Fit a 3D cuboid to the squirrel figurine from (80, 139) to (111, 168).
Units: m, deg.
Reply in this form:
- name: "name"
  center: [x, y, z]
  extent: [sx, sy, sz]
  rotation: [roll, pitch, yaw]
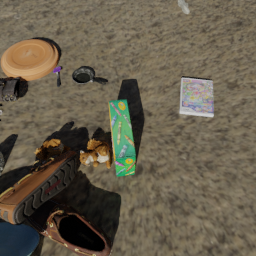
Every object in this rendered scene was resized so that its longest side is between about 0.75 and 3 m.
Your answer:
- name: "squirrel figurine"
  center: [-1.115, 0.851, 9.343]
  extent: [0.957, 0.725, 1.025]
  rotation: [-10, 42, 5]

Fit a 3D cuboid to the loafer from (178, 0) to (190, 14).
- name: "loafer"
  center: [2.879, -6.156, 14.148]
  extent: [0.389, 0.390, 1.115]
  rotation: [-18, 57, -3]

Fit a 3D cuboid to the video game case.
- name: "video game case"
  center: [2.687, -1.230, 10.959]
  extent: [1.262, 0.159, 1.762]
  rotation: [7, 57, 4]

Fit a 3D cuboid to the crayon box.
- name: "crayon box"
  center: [-0.208, 0.313, 9.223]
  extent: [0.639, 1.303, 2.195]
  rotation: [-6, 56, -4]

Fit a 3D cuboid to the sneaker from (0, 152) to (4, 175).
- name: "sneaker"
  center: [-4.793, 1.658, 8.623]
  extent: [0.969, 0.919, 2.406]
  rotation: [11, 55, 19]

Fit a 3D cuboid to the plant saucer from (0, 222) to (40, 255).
- name: "plant saucer"
  center: [-3.623, 3.169, 6.975]
  extent: [2.744, 2.744, 0.528]
  rotation: [-1, 95, -1]

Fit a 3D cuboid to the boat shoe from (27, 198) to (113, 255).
- name: "boat shoe"
  center: [-1.730, 2.678, 7.802]
  extent: [2.984, 1.049, 1.050]
  rotation: [23, 60, 16]

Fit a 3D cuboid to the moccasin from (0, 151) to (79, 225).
- name: "moccasin"
  center: [-2.556, 1.558, 8.237]
  extent: [1.151, 1.090, 2.981]
  rotation: [19, 41, 24]

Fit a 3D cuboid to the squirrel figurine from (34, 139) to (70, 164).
- name: "squirrel figurine"
  center: [-2.583, 0.887, 9.326]
  extent: [0.991, 0.701, 0.925]
  rotation: [7, 66, 21]

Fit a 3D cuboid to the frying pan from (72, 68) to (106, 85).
- name: "frying pan"
  center: [-1.573, -2.099, 11.505]
  extent: [1.457, 0.237, 0.882]
  rotation: [4, 57, 1]

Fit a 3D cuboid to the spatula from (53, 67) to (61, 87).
- name: "spatula"
  center: [-2.904, -2.121, 11.574]
  extent: [0.335, 0.122, 1.187]
  rotation: [-18, 59, 5]

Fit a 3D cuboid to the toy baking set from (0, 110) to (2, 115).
- name: "toy baking set"
  center: [-5.149, -0.396, 10.433]
  extent: [0.831, 0.126, 1.082]
  rotation: [-1, 56, -4]

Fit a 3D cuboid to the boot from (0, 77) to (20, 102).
- name: "boot"
  center: [-5.119, -1.113, 10.513]
  extent: [1.941, 0.772, 2.230]
  rotation: [-2, 54, 0]

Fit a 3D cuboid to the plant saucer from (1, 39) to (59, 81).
- name: "plant saucer"
  center: [-4.223, -3.031, 12.031]
  extent: [2.432, 0.393, 2.432]
  rotation: [0, 56, 0]
